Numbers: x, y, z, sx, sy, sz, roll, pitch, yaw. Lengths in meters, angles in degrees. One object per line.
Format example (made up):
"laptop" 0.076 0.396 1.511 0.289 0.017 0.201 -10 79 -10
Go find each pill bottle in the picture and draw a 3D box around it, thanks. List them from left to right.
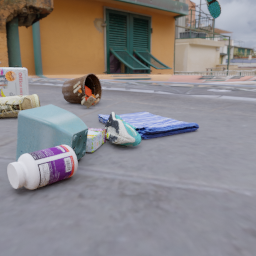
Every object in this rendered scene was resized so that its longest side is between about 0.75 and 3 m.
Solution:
"pill bottle" -1.402 0.653 4.647 0.586 0.586 1.041 13 18 43

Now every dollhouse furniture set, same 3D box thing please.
"dollhouse furniture set" -1.780 -1.479 12.639 1.186 0.611 1.173 34 27 -35

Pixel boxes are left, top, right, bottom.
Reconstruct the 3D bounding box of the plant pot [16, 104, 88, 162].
"plant pot" -1.436 0.223 5.654 1.099 1.078 1.075 15 17 16

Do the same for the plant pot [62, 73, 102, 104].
"plant pot" -2.314 -1.846 13.736 1.497 1.512 1.512 -2 11 27

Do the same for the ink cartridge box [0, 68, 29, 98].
"ink cartridge box" -6.018 -1.990 13.355 2.404 1.746 1.738 -4 14 -18

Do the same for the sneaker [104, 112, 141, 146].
"sneaker" -0.195 0.092 7.312 0.744 0.724 1.869 18 10 -19

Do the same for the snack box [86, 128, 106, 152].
"snack box" -1.370 0.246 6.839 1.438 0.381 1.023 3 14 13

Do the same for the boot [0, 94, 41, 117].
"boot" -4.242 -0.726 9.985 1.833 0.854 2.370 -8 10 -35

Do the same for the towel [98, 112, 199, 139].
"towel" 0.542 -0.220 8.943 2.102 0.346 2.904 -7 15 -30

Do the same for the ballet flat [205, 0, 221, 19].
"ballet flat" 2.261 -3.451 7.528 0.361 1.007 0.361 -25 39 22
